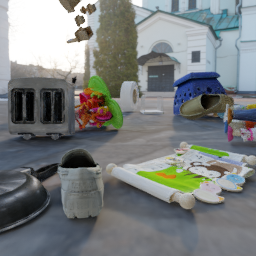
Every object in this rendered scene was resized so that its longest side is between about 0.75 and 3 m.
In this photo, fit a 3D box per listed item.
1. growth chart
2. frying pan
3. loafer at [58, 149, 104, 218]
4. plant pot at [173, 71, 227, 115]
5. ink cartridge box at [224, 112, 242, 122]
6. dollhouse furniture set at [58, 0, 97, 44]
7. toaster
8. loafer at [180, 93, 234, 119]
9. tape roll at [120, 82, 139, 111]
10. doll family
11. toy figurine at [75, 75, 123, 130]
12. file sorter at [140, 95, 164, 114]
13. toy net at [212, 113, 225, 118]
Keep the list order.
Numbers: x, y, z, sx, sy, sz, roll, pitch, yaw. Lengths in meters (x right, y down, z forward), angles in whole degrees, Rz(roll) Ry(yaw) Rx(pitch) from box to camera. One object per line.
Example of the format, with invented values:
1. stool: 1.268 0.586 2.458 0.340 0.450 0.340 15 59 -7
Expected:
1. growth chart: 0.890 0.570 4.043 1.691 0.207 2.337 8 12 42
2. frying pan: -1.200 0.647 3.151 1.278 0.344 2.112 6 13 36
3. loafer: -0.536 0.491 3.238 0.543 0.542 1.554 -2 8 -15
4. plant pot: 3.348 -1.663 13.404 1.971 1.772 1.971 -6 -5 -19
5. ink cartridge box: 4.627 -0.355 10.201 1.420 0.499 1.747 -3 11 -22
6. dollhouse furniture set: -1.453 -2.967 6.333 0.835 1.886 0.978 -3 44 27
7. toaster: -2.101 -0.559 7.048 1.506 1.666 0.989 1 3 -3
8. loafer: 3.023 -0.972 11.321 2.378 0.904 0.802 -13 -31 43
9. tape roll: 0.116 -1.819 16.251 0.614 1.755 1.755 2 8 18
10. doll family: 3.253 -0.290 6.806 1.593 1.156 2.566 2 8 16
11. toy figurine: -1.625 -0.460 8.697 2.125 1.733 2.308 -19 41 -27
12. file sorter: 1.279 -1.296 15.277 1.069 0.960 1.541 -1 8 -4
13. toy net: 4.647 -0.782 13.068 1.374 0.506 2.620 1 7 8
